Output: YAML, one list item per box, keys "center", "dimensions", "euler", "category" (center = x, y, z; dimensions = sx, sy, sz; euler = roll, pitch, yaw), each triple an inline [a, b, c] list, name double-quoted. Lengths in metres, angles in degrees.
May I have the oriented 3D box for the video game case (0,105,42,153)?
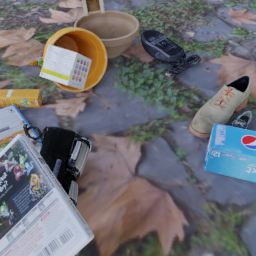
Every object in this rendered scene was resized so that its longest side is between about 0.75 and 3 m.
- center: [-3.681, 0.485, 8.012]
  dimensions: [2.055, 0.256, 2.872]
  euler: [-26, 50, -29]
  category: "video game case"

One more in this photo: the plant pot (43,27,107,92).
- center: [-2.090, -2.585, 10.075]
  dimensions: [2.111, 2.111, 1.933]
  euler: [-22, 33, -20]
  category: "plant pot"

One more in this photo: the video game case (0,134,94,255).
- center: [-1.743, 1.443, 4.045]
  dimensions: [2.059, 0.241, 1.872]
  euler: [-44, 69, 8]
  category: "video game case"

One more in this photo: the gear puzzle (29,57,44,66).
- center: [-3.395, -2.824, 11.426]
  dimensions: [1.345, 0.176, 0.697]
  euler: [-21, 49, -20]
  category: "gear puzzle"

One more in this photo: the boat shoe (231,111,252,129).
- center: [3.347, -0.083, 8.486]
  dimensions: [0.496, 0.488, 1.375]
  euler: [26, 51, 24]
  category: "boat shoe"

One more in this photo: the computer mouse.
- center: [1.479, -3.023, 11.371]
  dimensions: [1.789, 0.681, 2.583]
  euler: [-32, 65, -30]
  category: "computer mouse"

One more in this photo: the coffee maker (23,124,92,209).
- center: [-1.929, 1.005, 6.876]
  dimensions: [1.778, 1.247, 1.851]
  euler: [6, 47, 3]
  category: "coffee maker"

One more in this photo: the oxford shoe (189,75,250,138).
- center: [2.894, -0.771, 8.750]
  dimensions: [1.015, 1.077, 2.881]
  euler: [31, 53, 27]
  category: "oxford shoe"

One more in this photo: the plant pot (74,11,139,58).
- center: [-0.840, -3.761, 11.628]
  dimensions: [2.630, 1.214, 2.630]
  euler: [0, 46, 0]
  category: "plant pot"

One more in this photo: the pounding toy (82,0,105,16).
- center: [-1.154, -3.363, 6.915]
  dimensions: [1.053, 1.049, 1.835]
  euler: [-10, 10, -4]
  category: "pounding toy"

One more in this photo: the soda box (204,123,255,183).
- center: [3.569, 0.807, 7.236]
  dimensions: [2.949, 1.000, 0.946]
  euler: [13, 47, 12]
  category: "soda box"

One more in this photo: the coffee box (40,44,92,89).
- center: [-1.588, -1.563, 7.254]
  dimensions: [0.853, 0.843, 0.851]
  euler: [20, 7, 17]
  category: "coffee box"

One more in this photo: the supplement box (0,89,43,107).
- center: [-3.627, -0.993, 9.413]
  dimensions: [1.384, 0.460, 0.476]
  euler: [-2, 46, -1]
  category: "supplement box"
